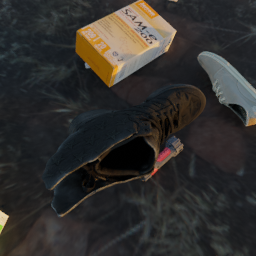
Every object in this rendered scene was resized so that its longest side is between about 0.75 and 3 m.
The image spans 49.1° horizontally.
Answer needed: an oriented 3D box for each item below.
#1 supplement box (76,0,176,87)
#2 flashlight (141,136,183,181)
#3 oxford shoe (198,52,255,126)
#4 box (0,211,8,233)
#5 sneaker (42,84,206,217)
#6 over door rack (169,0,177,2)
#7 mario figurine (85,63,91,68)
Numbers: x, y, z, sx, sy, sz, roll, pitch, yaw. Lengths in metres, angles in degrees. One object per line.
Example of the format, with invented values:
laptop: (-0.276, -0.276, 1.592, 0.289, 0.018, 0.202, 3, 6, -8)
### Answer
supplement box: (-0.050, -2.409, 7.777, 2.383, 0.876, 1.502, -38, 77, -26)
flashlight: (0.712, 0.676, 6.508, 1.286, 0.435, 0.437, -40, 61, -19)
oxford shoe: (2.580, -1.048, 7.290, 0.735, 0.957, 2.546, -37, 65, 4)
box: (-3.020, 1.966, 5.212, 0.661, 1.367, 1.206, 15, 60, 8)
sneaker: (0.189, 0.153, 4.176, 2.915, 0.875, 1.520, -16, 29, -15)
over door rack: (0.217, -4.047, 5.800, 1.897, 2.568, 0.855, 27, 38, 37)
mario figurine: (-1.011, -2.114, 8.215, 1.098, 0.582, 0.678, 49, 34, 13)
